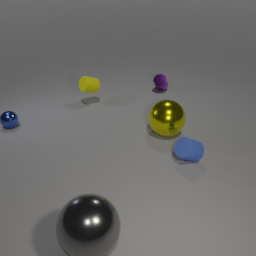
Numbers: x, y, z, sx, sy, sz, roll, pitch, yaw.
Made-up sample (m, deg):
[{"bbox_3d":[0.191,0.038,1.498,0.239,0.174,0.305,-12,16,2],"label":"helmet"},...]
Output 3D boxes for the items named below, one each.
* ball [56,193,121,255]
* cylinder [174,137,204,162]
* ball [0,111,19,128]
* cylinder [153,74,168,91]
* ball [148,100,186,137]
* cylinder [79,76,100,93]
[{"bbox_3d":[-0.862,2.154,6.143,1.400,1.400,1.400,0,30,0],"label":"ball"},{"bbox_3d":[1.993,0.698,9.128,0.700,0.700,0.700,18,16,-36],"label":"cylinder"},{"bbox_3d":[-4.774,-0.338,11.248,0.700,0.700,0.700,0,30,0],"label":"ball"},{"bbox_3d":[1.703,-2.347,14.495,0.700,0.700,0.700,9,-10,16],"label":"cylinder"},{"bbox_3d":[1.475,-0.373,10.569,1.400,1.400,1.400,0,30,0],"label":"ball"},{"bbox_3d":[-1.761,-1.968,12.772,0.700,0.700,0.700,3,21,-44],"label":"cylinder"}]
